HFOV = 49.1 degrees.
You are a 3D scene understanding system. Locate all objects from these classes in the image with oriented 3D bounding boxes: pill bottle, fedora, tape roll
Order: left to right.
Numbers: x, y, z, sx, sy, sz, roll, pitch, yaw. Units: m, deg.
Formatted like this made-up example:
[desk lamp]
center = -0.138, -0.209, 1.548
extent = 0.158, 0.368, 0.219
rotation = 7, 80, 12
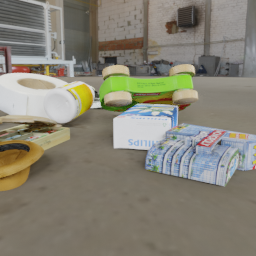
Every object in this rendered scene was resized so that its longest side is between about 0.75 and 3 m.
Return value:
[fedora]
center = -1.763, 0.569, 4.042
extent = 1.172, 0.478, 1.172
rotation = -1, 20, 0
[tape roll]
center = -3.116, -1.111, 9.447
extent = 2.439, 0.853, 2.439
rotation = 12, 22, -5
[pill bottle]
center = -1.585, -0.800, 8.030
extent = 0.952, 0.952, 1.743
rotation = 3, 18, 15

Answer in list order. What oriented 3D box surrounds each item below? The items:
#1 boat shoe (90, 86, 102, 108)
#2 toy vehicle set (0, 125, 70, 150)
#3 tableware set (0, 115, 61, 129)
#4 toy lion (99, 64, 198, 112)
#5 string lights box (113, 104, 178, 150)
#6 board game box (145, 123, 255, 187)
[boat shoe]
center = -1.772, -1.311, 11.633
extent = 2.687, 0.855, 0.950
rotation = 10, 16, 37
[toy vehicle set]
center = -2.296, 0.285, 5.793
extent = 1.284, 0.274, 2.066
rotation = 5, 13, 20
[tableware set]
center = -2.914, -0.132, 5.213
extent = 2.450, 0.340, 2.933
rotation = 1, -5, 18
[toy lion]
center = 0.548, -0.826, 7.965
extent = 2.800, 0.961, 2.684
rotation = -3, -12, -13
[string lights box]
center = 0.511, -0.085, 6.537
extent = 1.146, 0.658, 2.231
rotation = 3, 13, 13
[board game box]
center = 1.426, 0.383, 4.759
extent = 1.705, 0.526, 1.706
rotation = 6, 14, 30
